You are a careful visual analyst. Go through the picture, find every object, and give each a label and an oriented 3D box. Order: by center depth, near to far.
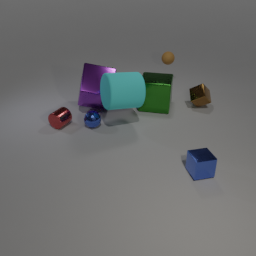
[{"bbox_3d":[2.302,1.126,8.857,0.700,0.700,0.700,-6,28,-11],"label":"cube"},{"bbox_3d":[-0.225,-1.448,10.893,1.400,1.400,1.400,-7,31,-22],"label":"cylinder"},{"bbox_3d":[-1.437,-0.356,11.357,0.700,0.700,0.700,0,31,0],"label":"ball"},{"bbox_3d":[-2.768,-0.414,11.441,0.700,0.700,0.700,16,35,24],"label":"cylinder"},{"bbox_3d":[-1.372,-1.780,12.270,1.400,1.400,1.400,9,67,-12],"label":"cube"},{"bbox_3d":[3.288,-1.472,12.744,0.700,0.700,0.700,-20,57,35],"label":"cube"},{"bbox_3d":[1.266,-1.617,12.753,1.400,1.400,1.400,6,32,10],"label":"cube"},{"bbox_3d":[2.167,-3.778,15.144,0.700,0.700,0.700,0,31,0],"label":"ball"}]
